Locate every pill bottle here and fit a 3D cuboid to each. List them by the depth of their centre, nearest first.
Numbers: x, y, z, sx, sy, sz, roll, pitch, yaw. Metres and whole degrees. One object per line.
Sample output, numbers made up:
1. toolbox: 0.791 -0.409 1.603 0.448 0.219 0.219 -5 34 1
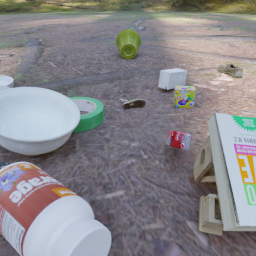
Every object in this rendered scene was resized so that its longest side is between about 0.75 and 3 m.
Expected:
1. pill bottle: -1.567 1.725 5.314 2.517 1.412 1.412 22 35 36

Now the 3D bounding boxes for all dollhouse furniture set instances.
1. dollhouse furniture set: 2.826 1.542 6.422 2.405 1.337 2.127 11 59 1

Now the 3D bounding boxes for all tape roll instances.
1. tape roll: -1.971 -0.552 10.513 2.131 0.512 2.131 0 29 0

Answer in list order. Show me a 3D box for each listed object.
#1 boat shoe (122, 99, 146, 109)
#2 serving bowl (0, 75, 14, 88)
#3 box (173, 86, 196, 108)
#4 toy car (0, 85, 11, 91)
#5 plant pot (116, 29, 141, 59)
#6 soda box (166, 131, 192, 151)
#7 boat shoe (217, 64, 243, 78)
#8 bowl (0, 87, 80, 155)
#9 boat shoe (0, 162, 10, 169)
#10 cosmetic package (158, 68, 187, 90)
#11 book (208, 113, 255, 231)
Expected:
1. boat shoe: 0.233 -1.036 11.590 0.971 0.359 0.359 -7 23 -13
2. serving bowl: -6.163 -1.759 12.594 2.015 0.663 2.015 1 28 0
3. box: 2.329 -1.292 11.582 0.826 0.796 0.504 2 28 6
4. toy car: -5.190 -1.328 11.006 2.030 1.871 1.795 13 22 -24
5. plant pot: 0.027 -5.456 18.688 1.704 1.704 1.640 0 39 0
6. soda box: 1.420 0.333 7.945 0.488 0.442 1.394 13 0 1
7. boat shoe: 5.707 -3.307 15.568 0.638 0.577 1.789 -13 31 -23
8. bowl: -2.884 -0.045 8.497 2.738 1.230 2.738 10 35 -7
9. boat shoe: -3.212 1.133 7.032 2.097 0.720 0.594 4 49 12
10. cosmetic package: 2.141 -2.351 13.338 0.600 0.834 1.478 25 27 38
11. book: 2.573 0.857 5.719 1.555 0.559 2.328 5 60 -11
